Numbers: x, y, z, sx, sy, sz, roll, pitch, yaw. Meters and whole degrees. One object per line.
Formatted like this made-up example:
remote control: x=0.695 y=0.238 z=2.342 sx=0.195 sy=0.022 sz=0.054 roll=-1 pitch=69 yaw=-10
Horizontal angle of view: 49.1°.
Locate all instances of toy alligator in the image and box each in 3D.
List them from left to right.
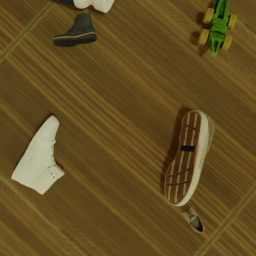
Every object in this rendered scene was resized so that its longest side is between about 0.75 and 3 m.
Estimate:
toy alligator: x=2.821 y=-3.381 z=8.664 sx=0.916 sy=0.664 sz=2.764 roll=16 pitch=80 yaw=1

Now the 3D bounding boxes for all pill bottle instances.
pill bottle: x=-1.738 y=-4.547 z=8.211 sx=2.827 sy=1.636 sz=1.636 roll=21 pitch=86 yaw=2

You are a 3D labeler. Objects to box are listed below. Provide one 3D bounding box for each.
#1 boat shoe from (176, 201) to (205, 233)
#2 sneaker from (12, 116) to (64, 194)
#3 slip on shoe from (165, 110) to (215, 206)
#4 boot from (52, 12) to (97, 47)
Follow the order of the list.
boat shoe: x=1.878 y=2.581 z=8.329 sx=0.466 sy=0.442 sz=1.231 roll=-39 pitch=87 yaw=-2
sneaker: x=-2.323 y=0.855 z=8.317 sx=1.291 sy=0.823 sz=2.235 roll=31 pitch=96 yaw=0
slip on shoe: x=1.868 y=0.911 z=8.222 sx=0.851 sy=1.068 sz=2.810 roll=18 pitch=82 yaw=-37
boot: x=-1.718 y=-3.085 z=8.735 sx=1.349 sy=0.523 sz=0.933 roll=-10 pitch=81 yaw=-14
